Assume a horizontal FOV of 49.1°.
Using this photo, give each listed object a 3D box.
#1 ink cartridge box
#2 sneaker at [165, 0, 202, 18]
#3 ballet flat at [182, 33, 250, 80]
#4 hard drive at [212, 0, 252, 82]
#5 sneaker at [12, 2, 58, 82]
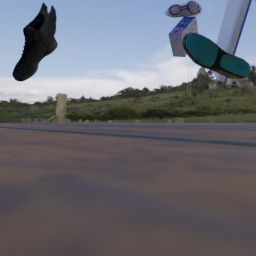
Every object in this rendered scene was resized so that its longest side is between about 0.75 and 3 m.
[{"bbox_3d":[1.719,-2.752,8.294,0.442,0.791,1.159,19,57,36],"label":"ink cartridge box"},{"bbox_3d":[1.574,-3.400,8.038,1.086,0.407,0.541,-8,15,-13],"label":"sneaker"},{"bbox_3d":[2.275,-1.861,7.646,2.225,0.757,0.748,23,0,-19],"label":"ballet flat"},{"bbox_3d":[3.525,-3.209,9.807,0.349,2.750,1.814,9,28,1],"label":"hard drive"},{"bbox_3d":[-3.495,-3.144,10.304,0.841,2.799,1.460,24,-26,21],"label":"sneaker"}]
